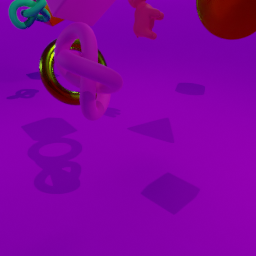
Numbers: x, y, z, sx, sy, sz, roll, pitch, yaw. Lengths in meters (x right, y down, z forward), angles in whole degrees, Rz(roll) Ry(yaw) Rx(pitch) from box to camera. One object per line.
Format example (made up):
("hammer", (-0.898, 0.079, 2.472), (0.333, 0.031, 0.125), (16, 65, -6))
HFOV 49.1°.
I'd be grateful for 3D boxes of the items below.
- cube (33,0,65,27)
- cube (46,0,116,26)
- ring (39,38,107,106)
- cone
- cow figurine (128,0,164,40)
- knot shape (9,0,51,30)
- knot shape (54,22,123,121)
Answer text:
("cube", (-2.880, -4.592, 10.716), (0.948, 0.948, 0.948), (-36, 41, -16))
("cube", (-0.920, -2.723, 5.248), (1.022, 1.022, 1.022), (-35, -16, 36))
("ring", (-1.017, -1.102, 5.396), (1.351, 1.351, 0.270), (-15, 3, -27))
("cone", (2.293, -2.667, 5.550), (1.412, 1.412, 1.417), (18, 42, 30))
("cow figurine", (0.319, -2.863, 7.037), (1.118, 1.136, 0.624), (25, 19, 18))
("knot shape", (-2.870, -3.520, 8.522), (1.349, 0.623, 1.262), (-32, 4, 1))
("knot shape", (-0.591, -0.816, 4.132), (0.692, 1.497, 1.401), (-28, 16, -10))
